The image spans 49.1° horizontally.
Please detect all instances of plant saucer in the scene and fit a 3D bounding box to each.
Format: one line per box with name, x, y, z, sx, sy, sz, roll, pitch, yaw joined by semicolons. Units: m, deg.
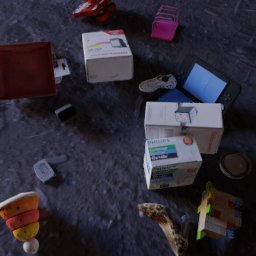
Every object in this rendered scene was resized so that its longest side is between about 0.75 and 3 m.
plant saucer;-4.494;-2.496;12.395;2.450;0.450;2.445;-7;87;-6

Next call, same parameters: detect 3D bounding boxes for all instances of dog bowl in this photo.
dog bowl;3.968;1.385;10.433;1.131;0.332;1.131;0;55;0

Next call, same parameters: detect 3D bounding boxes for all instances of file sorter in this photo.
file sorter;2.034;-5.686;15.086;1.131;1.021;1.628;15;56;11

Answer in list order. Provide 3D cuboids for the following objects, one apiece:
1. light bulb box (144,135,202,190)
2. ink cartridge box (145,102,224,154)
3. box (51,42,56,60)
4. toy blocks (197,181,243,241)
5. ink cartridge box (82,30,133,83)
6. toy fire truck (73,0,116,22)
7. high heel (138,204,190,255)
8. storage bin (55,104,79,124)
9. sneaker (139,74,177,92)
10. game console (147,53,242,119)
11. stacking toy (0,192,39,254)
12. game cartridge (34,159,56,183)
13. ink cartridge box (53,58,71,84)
light bulb box;1.473;1.214;9.701;1.703;1.718;1.072;-7;55;-4
ink cartridge box;1.974;0.043;10.242;2.597;1.902;1.115;1;57;8
box;-4.572;-3.419;13.644;2.017;0.756;1.010;-14;56;-12
toy blocks;3.065;2.860;9.130;1.309;0.957;1.916;20;54;0
ink cartridge box;-0.983;-3.407;13.013;2.096;1.216;2.840;-7;40;-7
toy fire truck;-1.917;-7.120;16.083;1.958;1.307;2.332;6;52;28
high heel;1.064;3.186;8.906;1.842;0.658;1.313;19;50;3
storage bin;-2.598;-0.623;11.774;0.876;0.637;0.588;-32;33;-20
sneaker;1.282;-2.053;12.508;1.696;0.687;0.637;-9;68;16
game console;2.655;-1.370;11.632;1.724;2.503;2.904;-18;52;-46
stacking toy;-3.236;3.064;8.883;1.329;1.329;1.819;-22;73;-15
game cartridge;-3.121;1.598;10.393;0.563;0.176;0.845;-34;61;-17
ink cartridge box;-4.035;-2.517;13.157;2.606;0.483;1.234;-16;55;-8
